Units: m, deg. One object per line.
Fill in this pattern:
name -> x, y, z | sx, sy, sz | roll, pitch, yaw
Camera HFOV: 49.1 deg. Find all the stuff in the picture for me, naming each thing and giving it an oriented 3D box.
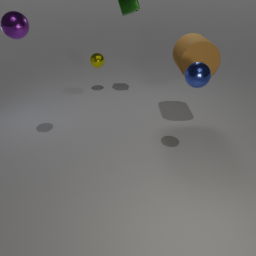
cube -> 0.038, -4.957, 11.125 | 0.700, 0.700, 0.700 | -15, 26, 13
cylinder -> 2.430, -2.574, 10.116 | 1.400, 1.400, 1.400 | -2, 30, -3
ball -> -2.968, -2.700, 7.370 | 0.700, 0.700, 0.700 | 0, 30, 0
ball -> -1.480, -3.251, 13.490 | 0.700, 0.700, 0.700 | 0, 30, 0
ball -> 1.895, -1.438, 7.613 | 0.700, 0.700, 0.700 | 0, 30, 0
